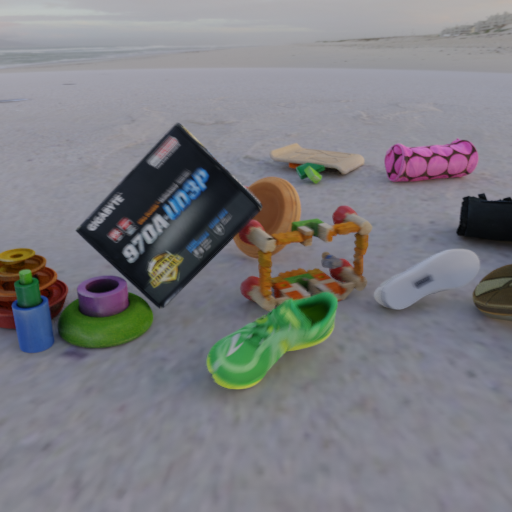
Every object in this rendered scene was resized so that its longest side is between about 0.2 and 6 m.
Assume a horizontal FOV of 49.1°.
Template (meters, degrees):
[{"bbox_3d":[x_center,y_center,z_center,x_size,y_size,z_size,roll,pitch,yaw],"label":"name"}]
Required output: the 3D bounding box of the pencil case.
[{"bbox_3d":[4.525,-2.534,14.669,2.355,1.103,1.069,-6,-18,-19],"label":"pencil case"}]

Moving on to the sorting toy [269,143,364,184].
[{"bbox_3d":[1.532,-2.563,15.510,2.230,0.444,3.017,16,24,22],"label":"sorting toy"}]

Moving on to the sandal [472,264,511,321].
[{"bbox_3d":[4.399,0.810,7.136,1.337,0.899,3.328,-39,25,-26],"label":"sandal"}]

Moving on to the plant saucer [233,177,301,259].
[{"bbox_3d":[0.098,-0.705,9.882,1.499,1.499,0.281,23,1,42],"label":"plant saucer"}]

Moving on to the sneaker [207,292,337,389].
[{"bbox_3d":[0.211,0.900,6.700,1.924,0.804,0.713,-25,58,-34],"label":"sneaker"}]

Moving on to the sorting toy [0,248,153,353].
[{"bbox_3d":[-2.726,0.477,7.651,2.558,1.050,1.537,6,24,13],"label":"sorting toy"}]

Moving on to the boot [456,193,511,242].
[{"bbox_3d":[4.751,-0.506,10.078,2.125,0.960,2.593,11,18,18],"label":"boot"}]

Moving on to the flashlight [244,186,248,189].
[{"bbox_3d":[-0.360,-1.484,12.428,2.467,0.838,0.835,23,46,37],"label":"flashlight"}]

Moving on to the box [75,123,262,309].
[{"bbox_3d":[-1.169,-0.532,7.704,2.032,1.615,0.468,-44,8,8],"label":"box"}]

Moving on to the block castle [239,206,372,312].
[{"bbox_3d":[0.715,0.011,8.441,1.933,1.291,0.907,-11,24,-22],"label":"block castle"}]

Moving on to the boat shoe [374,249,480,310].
[{"bbox_3d":[2.518,0.347,8.370,1.657,0.587,0.578,-24,4,-12],"label":"boat shoe"}]
